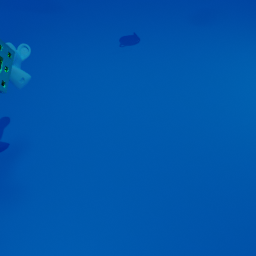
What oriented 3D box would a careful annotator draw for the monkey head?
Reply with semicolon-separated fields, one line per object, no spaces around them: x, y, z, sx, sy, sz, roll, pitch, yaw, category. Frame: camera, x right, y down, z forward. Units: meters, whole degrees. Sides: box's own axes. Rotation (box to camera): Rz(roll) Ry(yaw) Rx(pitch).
-2.723;-1.286;6.364;1.171;0.981;1.628;39;80;-5;monkey head

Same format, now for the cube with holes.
-2.711;-1.179;4.981;0.859;0.859;0.859;3;77;12;cube with holes
